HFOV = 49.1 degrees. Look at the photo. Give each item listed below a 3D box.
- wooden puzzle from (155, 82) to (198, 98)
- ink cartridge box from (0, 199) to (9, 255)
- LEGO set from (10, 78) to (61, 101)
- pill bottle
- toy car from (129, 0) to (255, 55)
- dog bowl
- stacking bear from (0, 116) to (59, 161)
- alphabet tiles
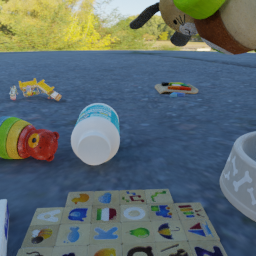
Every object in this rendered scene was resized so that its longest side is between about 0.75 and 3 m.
[{"bbox_3d":[2.361,-2.026,13.957,2.001,0.347,2.966,-4,20,-11],"label":"wooden puzzle"},{"bbox_3d":[-2.440,1.589,3.356,1.818,0.369,1.814,-7,20,-19],"label":"ink cartridge box"},{"bbox_3d":[-3.915,-1.511,12.250,2.234,0.831,1.028,5,54,0],"label":"LEGO set"},{"bbox_3d":[-0.723,0.138,6.506,1.068,1.068,1.928,-1,19,-3],"label":"pill bottle"},{"bbox_3d":[1.172,-1.968,4.758,2.085,2.003,2.538,14,-13,-31],"label":"toy car"},{"bbox_3d":[3.155,0.812,4.924,2.870,0.842,2.870,0,20,0],"label":"dog bowl"},{"bbox_3d":[-2.497,0.253,6.370,1.843,1.119,1.048,11,-19,9],"label":"stacking bear"},{"bbox_3d":[-0.098,1.521,4.001,2.716,0.086,2.260,-1,19,-4],"label":"alphabet tiles"}]
